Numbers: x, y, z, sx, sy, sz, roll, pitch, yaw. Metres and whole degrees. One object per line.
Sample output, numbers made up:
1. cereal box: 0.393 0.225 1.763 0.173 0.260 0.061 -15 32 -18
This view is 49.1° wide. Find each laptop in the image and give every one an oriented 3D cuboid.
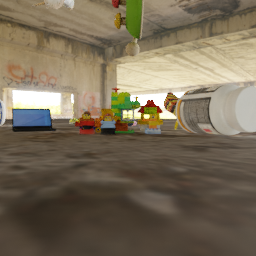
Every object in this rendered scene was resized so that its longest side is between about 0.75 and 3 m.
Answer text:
1. laptop: -3.054 -0.288 9.032 1.273 0.742 1.437 -2 3 -22

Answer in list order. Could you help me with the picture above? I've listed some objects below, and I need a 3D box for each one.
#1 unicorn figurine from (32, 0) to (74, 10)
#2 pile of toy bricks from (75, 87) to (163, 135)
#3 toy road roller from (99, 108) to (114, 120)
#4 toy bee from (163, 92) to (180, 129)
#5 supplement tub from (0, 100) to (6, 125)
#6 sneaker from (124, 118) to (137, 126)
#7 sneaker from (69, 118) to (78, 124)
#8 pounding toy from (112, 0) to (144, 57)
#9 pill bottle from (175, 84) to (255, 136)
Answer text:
1. unicorn figurine: -2.032 -4.050 8.416 0.653 1.214 1.767 2 5 25
2. pile of toy bricks: -0.205 -0.477 7.600 2.492 1.230 1.382 0 2 -4
3. toy road roller: -0.757 -0.366 10.593 0.634 0.753 1.031 -1 3 -21
4. toy bee: 1.995 -0.466 9.169 2.078 1.360 1.130 13 32 28
5. supplement tub: -6.529 -0.695 12.533 1.703 1.230 1.230 -2 3 -43
6. sneaker: 0.042 -0.225 12.754 0.484 0.414 1.179 18 0 -13
7. sneaker: -3.038 -0.404 16.112 0.941 0.360 0.355 2 2 32
8. pounding toy: -0.044 -3.325 8.487 0.916 1.524 1.974 3 -36 -1
9. pill bottle: 2.170 -0.424 6.772 1.202 1.202 2.066 -1 3 -24
